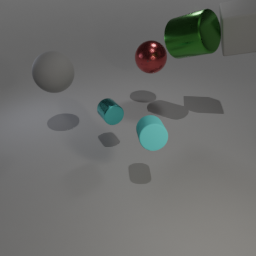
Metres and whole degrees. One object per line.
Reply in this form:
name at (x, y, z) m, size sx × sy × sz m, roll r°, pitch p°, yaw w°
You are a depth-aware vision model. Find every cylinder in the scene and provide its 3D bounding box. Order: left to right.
cylinder at (-0.587, -0.546, 9.274) m, size 0.700 × 0.700 × 0.700 m, roll -13°, pitch 31°, yaw -22°
cylinder at (0.583, 0.112, 6.954) m, size 0.700 × 0.700 × 0.700 m, roll -2°, pitch 20°, yaw -4°
cylinder at (2.192, -3.152, 9.521) m, size 1.400 × 1.400 × 1.400 m, roll 4°, pitch 24°, yaw 46°

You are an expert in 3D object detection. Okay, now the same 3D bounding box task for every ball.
ball at (-2.526, -1.894, 9.498) m, size 1.400 × 1.400 × 1.400 m, roll 0°, pitch 30°, yaw 0°
ball at (0.994, -3.070, 12.151) m, size 1.400 × 1.400 × 1.400 m, roll 0°, pitch 30°, yaw 0°

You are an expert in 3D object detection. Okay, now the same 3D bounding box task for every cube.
cube at (3.982, -3.542, 9.784) m, size 1.400 × 1.400 × 1.400 m, roll -4°, pitch 42°, yaw 16°
